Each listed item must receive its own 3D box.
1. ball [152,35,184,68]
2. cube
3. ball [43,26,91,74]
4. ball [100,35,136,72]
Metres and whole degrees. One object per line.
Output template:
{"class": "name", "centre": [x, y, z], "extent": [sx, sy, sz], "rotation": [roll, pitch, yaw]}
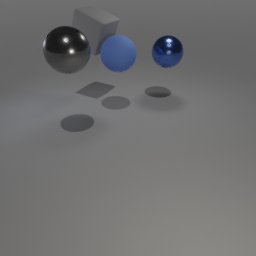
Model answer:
{"class": "ball", "centre": [1.742, -3.358, 12.370], "extent": [1.400, 1.400, 1.400], "rotation": [0, 29, 0]}
{"class": "cube", "centre": [-1.423, -4.102, 11.741], "extent": [1.400, 1.400, 1.400], "rotation": [30, 37, 11]}
{"class": "ball", "centre": [-1.834, -2.338, 8.446], "extent": [1.400, 1.400, 1.400], "rotation": [0, 29, 0]}
{"class": "ball", "centre": [-0.371, -2.875, 10.890], "extent": [1.400, 1.400, 1.400], "rotation": [0, 29, 0]}
